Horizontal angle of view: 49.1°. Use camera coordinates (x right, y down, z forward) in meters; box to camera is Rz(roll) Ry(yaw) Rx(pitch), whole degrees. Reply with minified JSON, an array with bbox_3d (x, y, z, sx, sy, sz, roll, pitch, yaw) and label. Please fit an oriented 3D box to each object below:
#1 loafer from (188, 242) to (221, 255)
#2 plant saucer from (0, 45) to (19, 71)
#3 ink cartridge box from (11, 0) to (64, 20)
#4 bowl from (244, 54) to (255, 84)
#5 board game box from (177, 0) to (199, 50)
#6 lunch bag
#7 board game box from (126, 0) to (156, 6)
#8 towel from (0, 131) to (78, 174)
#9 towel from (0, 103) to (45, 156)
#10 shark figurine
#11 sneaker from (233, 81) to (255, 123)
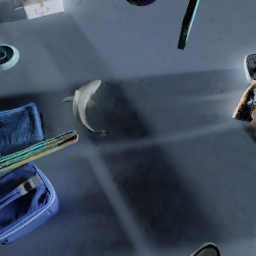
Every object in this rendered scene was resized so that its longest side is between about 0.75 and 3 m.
[{"bbox_3d":[1.348,3.400,5.911,0.816,0.811,2.242,32,65,18],"label":"loafer"},{"bbox_3d":[-4.324,-2.438,9.533,1.160,0.159,1.160,0,61,1],"label":"plant saucer"},{"bbox_3d":[-3.444,-4.754,10.562,1.760,0.594,1.025,-18,63,-11],"label":"ink cartridge box"},{"bbox_3d":[4.325,-1.813,9.024,1.169,0.436,1.168,3,61,1],"label":"bowl"},{"bbox_3d":[1.493,-2.750,6.642,0.208,0.997,1.474,16,78,8],"label":"board game box"},{"bbox_3d":[-2.686,1.778,6.553,1.902,1.258,1.292,-33,66,-18],"label":"lunch bag"},{"bbox_3d":[0.384,-3.993,7.630,1.011,0.249,1.280,-3,84,15],"label":"board game box"},{"bbox_3d":[-2.609,0.730,6.738,2.917,2.139,0.317,-22,90,-12],"label":"towel"},{"bbox_3d":[-3.591,0.172,7.833,2.423,0.588,1.353,-13,63,-7],"label":"towel"},{"bbox_3d":[-1.311,-0.622,8.135,1.282,0.895,2.146,-10,60,-4],"label":"shark figurine"},{"bbox_3d":[3.678,-0.775,8.400,0.561,0.568,1.452,28,77,14],"label":"sneaker"}]
